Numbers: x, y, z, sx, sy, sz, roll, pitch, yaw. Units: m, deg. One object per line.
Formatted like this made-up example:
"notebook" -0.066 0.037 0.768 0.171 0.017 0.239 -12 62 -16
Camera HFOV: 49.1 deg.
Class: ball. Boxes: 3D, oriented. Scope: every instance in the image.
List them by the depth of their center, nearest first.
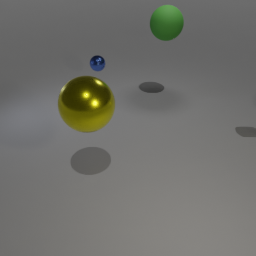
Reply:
"ball" -1.014 -0.582 6.904 1.400 1.400 1.400 0 31 0
"ball" 1.610 -4.361 11.663 1.400 1.400 1.400 0 31 0
"ball" -1.344 -2.853 12.371 0.700 0.700 0.700 0 31 0
